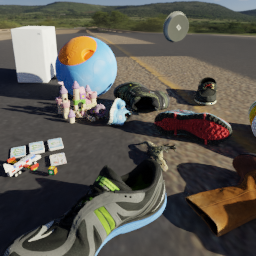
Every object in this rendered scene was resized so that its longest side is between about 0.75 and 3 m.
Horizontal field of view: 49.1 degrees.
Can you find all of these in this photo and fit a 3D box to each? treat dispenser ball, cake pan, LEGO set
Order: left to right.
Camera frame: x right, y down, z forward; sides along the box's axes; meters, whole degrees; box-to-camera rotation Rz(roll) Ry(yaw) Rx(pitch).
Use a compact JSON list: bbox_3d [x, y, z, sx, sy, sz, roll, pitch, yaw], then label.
[{"bbox_3d":[-2.251,0.650,6.893,1.365,0.448,1.827,-11,25,-15],"label":"LEGO set"},{"bbox_3d":[-1.739,-2.491,11.680,2.539,2.539,2.539,0,23,0],"label":"treat dispenser ball"},{"bbox_3d":[2.120,-4.349,12.122,1.291,1.291,0.237,-12,32,-25],"label":"cake pan"}]

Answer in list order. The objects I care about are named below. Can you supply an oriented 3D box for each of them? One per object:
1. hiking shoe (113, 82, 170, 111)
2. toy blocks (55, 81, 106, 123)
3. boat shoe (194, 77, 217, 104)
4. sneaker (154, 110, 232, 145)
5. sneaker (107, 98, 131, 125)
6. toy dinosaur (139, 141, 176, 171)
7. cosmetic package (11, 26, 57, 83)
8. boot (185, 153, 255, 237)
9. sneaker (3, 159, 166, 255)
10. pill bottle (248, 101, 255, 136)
[{"bbox_3d":[0.309,-1.172,10.541,2.378,0.900,1.197,15,24,30],"label":"hiking shoe"},{"bbox_3d":[-1.667,-1.021,9.724,1.406,1.266,1.504,-12,25,-26],"label":"toy blocks"},{"bbox_3d":[3.285,-1.564,11.737,0.868,0.743,2.372,7,25,15],"label":"boat shoe"},{"bbox_3d":[1.978,-0.204,8.301,2.253,0.893,1.076,14,25,29],"label":"sneaker"},{"bbox_3d":[-0.251,-0.468,9.521,0.727,0.634,1.616,18,28,-2],"label":"sneaker"},{"bbox_3d":[0.815,0.567,7.188,0.690,0.371,1.565,-12,22,-12],"label":"toy dinosaur"},{"bbox_3d":[-4.873,-3.988,14.953,1.616,2.620,2.629,0,22,-2],"label":"cosmetic package"},{"bbox_3d":[2.045,1.244,5.566,1.912,0.655,1.800,-15,30,-11],"label":"boot"},{"bbox_3d":[-0.518,1.259,4.372,2.978,1.234,1.056,-20,29,-39],"label":"sneaker"},{"bbox_3d":[4.068,-0.169,8.082,0.975,0.975,1.756,7,24,15],"label":"pill bottle"}]
